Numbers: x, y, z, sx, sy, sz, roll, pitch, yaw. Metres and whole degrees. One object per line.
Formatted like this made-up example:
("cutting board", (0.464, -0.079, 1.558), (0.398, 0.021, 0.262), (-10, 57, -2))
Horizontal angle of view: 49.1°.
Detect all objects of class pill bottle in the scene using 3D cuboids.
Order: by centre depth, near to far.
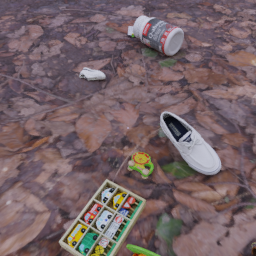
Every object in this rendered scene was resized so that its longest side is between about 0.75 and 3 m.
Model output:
("pill bottle", (1.629, -5.189, 15.565), (1.532, 1.532, 2.645), (-35, 55, -29))

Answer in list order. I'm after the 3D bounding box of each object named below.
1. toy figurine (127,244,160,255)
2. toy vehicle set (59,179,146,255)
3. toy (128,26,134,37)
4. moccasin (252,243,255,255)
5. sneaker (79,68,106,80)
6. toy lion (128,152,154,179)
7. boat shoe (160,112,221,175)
("toy figurine", (0.464, 4.057, 7.113), (1.670, 1.253, 1.537), (28, 62, -7))
("toy vehicle set", (-0.694, 2.876, 8.544), (1.544, 0.329, 2.485), (23, 50, 21))
("toy", (0.312, -5.869, 17.131), (0.604, 0.248, 1.050), (4, 45, 0))
("moccasin", (3.683, 3.528, 7.757), (1.755, 0.642, 0.678), (-30, 61, -14))
("sneaker", (-1.740, -2.548, 13.790), (1.345, 0.514, 0.541), (14, 56, 21))
("toy lion", (0.514, 1.279, 10.158), (0.980, 0.336, 0.939), (28, 44, 25))
("boat shoe", (2.054, 0.497, 9.726), (1.016, 0.903, 2.762), (-45, 63, -2))
